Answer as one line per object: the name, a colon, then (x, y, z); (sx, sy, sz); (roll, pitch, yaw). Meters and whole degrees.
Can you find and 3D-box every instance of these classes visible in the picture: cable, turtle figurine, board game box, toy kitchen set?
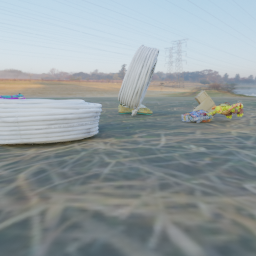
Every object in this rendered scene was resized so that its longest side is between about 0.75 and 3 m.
cable: (-1.849, -0.198, 6.193); (2.501, 0.866, 2.501); (3, 7, 16)
turtle figurine: (3.223, -0.568, 9.462); (1.297, 0.518, 1.609); (5, -25, -44)
board game box: (2.267, -0.361, 9.424); (0.828, 0.255, 0.828); (-10, 17, -4)
cable: (0.442, -1.988, 10.934); (0.860, 2.484, 2.484); (22, -23, 5)
toy kitchen set: (2.796, -0.805, 11.051); (0.865, 1.060, 0.956); (-43, 15, -6)

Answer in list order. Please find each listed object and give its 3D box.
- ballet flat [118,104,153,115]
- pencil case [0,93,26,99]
ballet flat: (0.309, -0.881, 12.542); (1.624, 0.574, 0.574); (3, 8, 20)
pencil case: (-6.471, -1.417, 15.163); (0.938, 0.864, 2.030); (-37, -8, 24)
